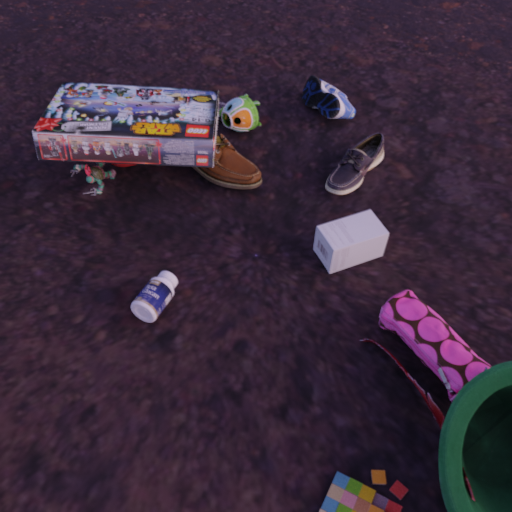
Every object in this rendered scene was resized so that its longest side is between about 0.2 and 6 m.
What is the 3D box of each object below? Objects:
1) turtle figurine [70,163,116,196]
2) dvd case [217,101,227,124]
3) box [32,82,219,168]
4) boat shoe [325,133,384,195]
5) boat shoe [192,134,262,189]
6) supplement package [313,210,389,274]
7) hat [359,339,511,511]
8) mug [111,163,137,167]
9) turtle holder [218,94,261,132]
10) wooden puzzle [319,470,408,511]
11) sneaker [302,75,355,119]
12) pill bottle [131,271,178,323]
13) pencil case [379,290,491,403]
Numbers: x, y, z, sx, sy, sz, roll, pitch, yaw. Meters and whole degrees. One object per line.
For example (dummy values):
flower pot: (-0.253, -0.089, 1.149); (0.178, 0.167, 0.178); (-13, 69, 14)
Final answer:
turtle figurine: (-3.709, -1.834, 12.884); (0.560, 0.833, 1.113); (-20, 19, 26)
dvd case: (-1.377, -3.886, 15.304); (1.000, 0.107, 1.345); (18, 49, 17)
box: (-2.742, -2.997, 12.586); (3.731, 0.744, 2.554); (2, 40, -3)
boat shoe: (2.370, -2.234, 13.300); (0.788, 0.710, 2.192); (30, 53, 27)
boat shoe: (-1.006, -2.399, 13.262); (2.620, 0.891, 0.942); (25, 40, 21)
supplement package: (1.922, -0.294, 11.434); (1.288, 0.756, 0.753); (-17, 51, -16)
hat: (3.478, 2.829, 8.841); (2.640, 2.805, 3.187); (-2, 81, -9)
mug: (-2.994, -2.657, 13.783); (1.222, 1.085, 0.815); (22, 13, 9)
turtle holder: (-0.494, -3.728, 14.583); (0.850, 0.909, 1.196); (-26, 62, -23)
wooden puzzle: (1.435, 3.782, 8.019); (1.046, 0.124, 1.764); (22, 50, 19)
sneaker: (1.944, -4.269, 15.361); (0.806, 0.792, 2.092); (6, 37, -32)
pill bottle: (-1.897, 0.746, 10.613); (0.537, 0.537, 0.967); (18, 49, 17)
pencil case: (2.988, 1.536, 9.578); (1.004, 0.972, 2.143); (-16, 45, -28)
